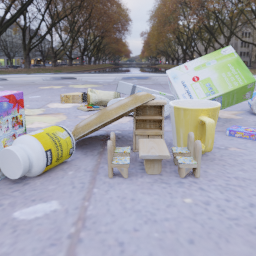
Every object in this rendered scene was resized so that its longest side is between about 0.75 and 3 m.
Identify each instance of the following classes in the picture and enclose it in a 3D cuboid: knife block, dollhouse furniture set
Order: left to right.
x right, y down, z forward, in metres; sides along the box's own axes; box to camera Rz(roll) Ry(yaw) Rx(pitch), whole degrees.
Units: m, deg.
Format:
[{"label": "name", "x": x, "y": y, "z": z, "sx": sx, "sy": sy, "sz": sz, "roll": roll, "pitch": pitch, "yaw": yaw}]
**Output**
[{"label": "knife block", "x": -3.117, "y": -1.847, "z": 16.866, "sx": 1.679, "sy": 0.537, "sz": 1.474, "roll": -1, "pitch": 13, "yaw": -2}, {"label": "dollhouse furniture set", "x": 0.583, "y": 0.165, "z": 7.034, "sx": 2.047, "sy": 1.450, "sz": 2.228, "roll": 0, "pitch": 14, "yaw": 1}]

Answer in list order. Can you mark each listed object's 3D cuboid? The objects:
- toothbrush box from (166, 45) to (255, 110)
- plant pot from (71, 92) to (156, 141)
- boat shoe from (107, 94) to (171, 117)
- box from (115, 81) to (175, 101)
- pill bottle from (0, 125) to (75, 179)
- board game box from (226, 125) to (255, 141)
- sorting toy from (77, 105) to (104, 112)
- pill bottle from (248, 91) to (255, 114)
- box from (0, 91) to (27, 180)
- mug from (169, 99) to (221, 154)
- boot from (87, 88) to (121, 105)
[{"label": "toothbrush box", "x": 3.294, "y": -1.777, "z": 11.407, "sx": 2.862, "sy": 1.232, "sz": 2.084, "roll": -21, "pitch": 57, "yaw": 5}, {"label": "plant pot", "x": -0.518, "y": -0.378, "z": 8.468, "sx": 2.912, "sy": 0.400, "sz": 2.912, "roll": -29, "pitch": 0, "yaw": 0}, {"label": "boat shoe", "x": 0.600, "y": -1.002, "z": 12.699, "sx": 2.990, "sy": 1.072, "sz": 1.013, "roll": -2, "pitch": 14, "yaw": 21}, {"label": "box", "x": 1.008, "y": -1.730, "z": 14.384, "sx": 2.994, "sy": 0.616, "sz": 2.334, "roll": 17, "pitch": 9, "yaw": 4}, {"label": "pill bottle", "x": -2.078, "y": 0.553, "z": 6.521, "sx": 0.953, "sy": 0.953, "sz": 1.702, "roll": 6, "pitch": 16, "yaw": 24}, {"label": "board game box", "x": 3.990, "y": 0.158, "z": 9.525, "sx": 1.068, "sy": 0.239, "sz": 0.718, "roll": 12, "pitch": 18, "yaw": 39}, {"label": "sorting toy", "x": -2.081, "y": -1.098, "z": 14.585, "sx": 1.084, "sy": 0.195, "sz": 1.454, "roll": -11, "pitch": 18, "yaw": -38}, {"label": "pill bottle", "x": 6.333, "y": -1.236, "z": 13.405, "sx": 1.038, "sy": 1.038, "sz": 1.849, "roll": 4, "pitch": 17, "yaw": 14}, {"label": "box", "x": -3.028, "y": 0.283, "z": 5.805, "sx": 0.522, "sy": 1.827, "sz": 2.671, "roll": 3, "pitch": 14, "yaw": 11}, {"label": "mug", "x": 1.745, "y": 0.028, "z": 7.666, "sx": 1.371, "sy": 1.406, "sz": 1.712, "roll": 7, "pitch": 17, "yaw": 22}, {"label": "boot", "x": -1.364, "y": -1.744, "z": 15.776, "sx": 1.881, "sy": 0.881, "sz": 2.420, "roll": 0, "pitch": 11, "yaw": -8}]
